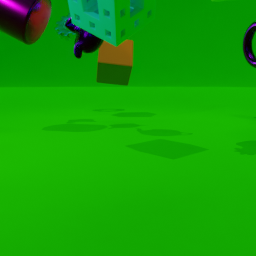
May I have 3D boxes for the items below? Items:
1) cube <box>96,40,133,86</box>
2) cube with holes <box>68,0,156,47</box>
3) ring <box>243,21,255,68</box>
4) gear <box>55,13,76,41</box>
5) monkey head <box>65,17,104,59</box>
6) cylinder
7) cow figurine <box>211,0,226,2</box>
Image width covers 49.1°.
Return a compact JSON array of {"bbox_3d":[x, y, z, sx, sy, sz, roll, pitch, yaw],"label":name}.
[{"bbox_3d":[-0.544,-2.672,11.321,1.326,1.326,1.326,5,-27,-7],"label":"cube"},{"bbox_3d":[-0.261,-2.263,4.663,1.073,1.073,1.073,34,61,22],"label":"cube with holes"},{"bbox_3d":[4.432,-2.806,9.419,0.321,1.606,1.606,-10,11,-12],"label":"ring"},{"bbox_3d":[-2.442,-4.545,12.442,1.587,1.587,0.294,2,-31,14],"label":"gear"},{"bbox_3d":[-1.195,-2.644,7.804,1.070,1.487,0.896,41,-8,-31],"label":"monkey head"},{"bbox_3d":[-2.906,-3.063,7.201,1.368,1.368,1.368,27,9,-3],"label":"cylinder"},{"bbox_3d":[1.481,-2.638,4.489,1.353,0.755,1.376,-19,-27,-18],"label":"cow figurine"}]
